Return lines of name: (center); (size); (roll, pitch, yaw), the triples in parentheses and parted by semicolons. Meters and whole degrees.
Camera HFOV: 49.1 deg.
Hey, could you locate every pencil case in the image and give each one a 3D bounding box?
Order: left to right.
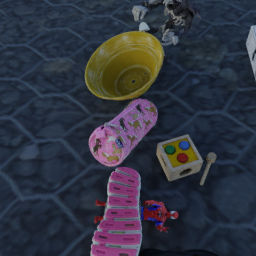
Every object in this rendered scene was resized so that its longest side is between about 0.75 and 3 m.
pencil case: (-0.028, 0.019, 6.766); (0.897, 0.937, 2.167); (40, 37, 6)

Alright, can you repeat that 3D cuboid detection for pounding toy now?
pounding toy: (1.553, 0.773, 6.833); (1.350, 0.617, 1.186); (-16, 55, -9)

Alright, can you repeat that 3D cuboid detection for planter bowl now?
planter bowl: (0.015, -1.565, 8.022); (2.312, 0.963, 2.312); (-10, 60, 19)

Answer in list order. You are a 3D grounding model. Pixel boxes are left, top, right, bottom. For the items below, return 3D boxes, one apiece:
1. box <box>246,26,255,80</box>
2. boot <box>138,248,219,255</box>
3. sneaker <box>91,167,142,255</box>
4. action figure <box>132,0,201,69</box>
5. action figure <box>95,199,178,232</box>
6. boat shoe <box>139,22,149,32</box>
box: (4.654, -2.062, 8.541); (1.511, 0.779, 2.591); (-1, 56, 9)
boot: (1.207, 2.496, 4.740); (1.982, 1.665, 0.757); (14, 71, -14)
sneaker: (-0.135, 1.997, 5.628); (0.882, 1.045, 2.390); (2, 44, 6)
action figure: (1.008, -2.944, 8.039); (1.376, 2.697, 1.603); (-27, 65, -39)
action figure: (0.196, 1.841, 5.993); (1.831, 0.906, 0.597); (2, 77, -1)
boat shoe: (0.589, -3.200, 9.511); (0.375, 0.344, 1.005); (-18, 73, 12)
